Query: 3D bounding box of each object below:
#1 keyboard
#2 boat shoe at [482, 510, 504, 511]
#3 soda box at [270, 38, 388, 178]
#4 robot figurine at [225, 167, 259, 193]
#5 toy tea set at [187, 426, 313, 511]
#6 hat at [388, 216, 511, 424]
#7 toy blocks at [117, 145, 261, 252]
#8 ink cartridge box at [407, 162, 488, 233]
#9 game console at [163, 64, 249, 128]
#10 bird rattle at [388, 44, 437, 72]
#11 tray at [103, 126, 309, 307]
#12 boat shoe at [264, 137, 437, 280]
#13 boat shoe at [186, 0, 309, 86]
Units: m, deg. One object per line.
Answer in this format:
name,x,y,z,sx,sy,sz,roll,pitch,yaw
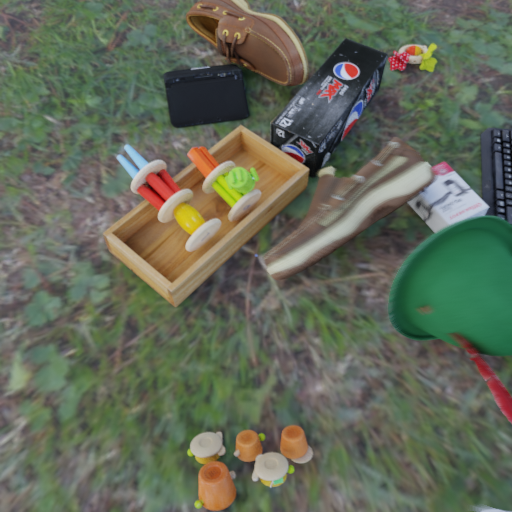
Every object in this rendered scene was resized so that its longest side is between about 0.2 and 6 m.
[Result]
keyboard,4.966,-1.138,9.952,1.792,0.383,2.985,10,58,6
boat shoe,3.132,4.128,6.116,0.963,0.891,2.609,-9,57,2
soda box,1.426,-2.895,10.759,1.034,0.925,2.922,28,62,16
robot figurine,-0.230,-1.207,8.983,0.529,0.603,0.349,-18,76,17
toy tea set,-0.063,2.792,7.357,1.669,0.618,0.992,-7,27,-1
hat,3.271,1.064,7.207,2.142,2.586,2.276,-44,42,11
toy blocks,-1.157,-1.273,9.324,1.676,0.730,2.011,-38,80,-28
ink cartridge box,3.270,-0.945,9.732,0.870,0.499,1.197,-25,60,-16
game console,-1.051,-3.320,11.513,1.579,0.919,1.388,-9,27,-7
bird rattle,3.364,-4.274,12.056,1.003,0.565,0.818,-2,44,14
tray,-0.775,-0.785,9.583,1.625,0.610,3.295,37,65,21
boat shoe,1.326,-0.838,9.059,3.199,1.181,1.183,-33,84,-15
boat shoe,-0.241,-4.404,11.601,1.170,1.247,3.466,-30,55,-18
